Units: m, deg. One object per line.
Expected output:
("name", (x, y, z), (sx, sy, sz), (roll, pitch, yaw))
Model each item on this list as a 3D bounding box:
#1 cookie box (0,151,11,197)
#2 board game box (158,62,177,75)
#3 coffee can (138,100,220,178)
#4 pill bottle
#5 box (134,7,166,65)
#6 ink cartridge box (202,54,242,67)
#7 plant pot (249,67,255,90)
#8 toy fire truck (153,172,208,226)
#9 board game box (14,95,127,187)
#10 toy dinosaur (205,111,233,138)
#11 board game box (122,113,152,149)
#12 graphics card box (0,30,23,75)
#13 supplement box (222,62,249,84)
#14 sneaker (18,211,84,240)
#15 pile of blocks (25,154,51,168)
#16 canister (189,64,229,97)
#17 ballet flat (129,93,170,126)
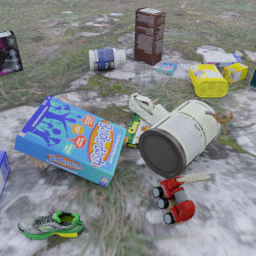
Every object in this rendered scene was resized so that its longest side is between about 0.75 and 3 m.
("cookie box", (-3.850, 1.413, 6.625), (1.580, 0.694, 1.847), (-2, 37, -3))
("board game box", (1.773, -2.681, 12.574), (0.646, 0.191, 0.850), (15, 39, 19))
("coffee can", (1.418, 0.246, 7.593), (1.407, 1.407, 1.922), (27, 45, 32))
("pill bottle", (-0.927, -3.105, 12.575), (1.574, 0.874, 0.874), (-7, 37, -9))
("box", (0.975, -4.183, 12.828), (1.150, 2.297, 0.861), (28, 42, 31))
("ink cartridge box", (4.391, -3.173, 13.125), (1.627, 0.341, 0.971), (-1, 37, 4))
("plant pot", (5.495, -1.921, 11.076), (0.856, 0.841, 0.838), (-11, 37, -28))
("toy fire truck", (1.195, 1.421, 5.952), (0.688, 1.070, 0.942), (3, 51, -37))
("board game box", (-1.404, 0.281, 7.522), (2.490, 0.560, 1.894), (24, 38, -7))
("toy dinosaur", (2.422, -0.197, 7.223), (0.577, 1.086, 0.328), (-18, 39, 51))
("board game box", (0.441, 0.064, 8.889), (0.880, 0.197, 1.680), (7, 37, 12))
("graphics card box", (-5.943, -2.992, 11.752), (2.655, 1.666, 0.675), (-20, 43, -26))
("supplement box", (4.526, -2.325, 11.802), (0.990, 0.539, 0.542), (-22, 42, -27))
("sneaker", (-1.640, 1.982, 5.965), (1.368, 0.583, 0.534), (-3, 37, -3))
("pile of blocks", (-2.076, 0.349, 8.127), (1.025, 0.776, 2.496), (24, 39, -6))
("canister", (3.144, -1.916, 11.125), (1.216, 0.709, 1.638), (0, 35, 0))
("ballet flat", (0.759, -0.556, 9.098), (0.733, 0.733, 2.043), (-30, 47, -34))
